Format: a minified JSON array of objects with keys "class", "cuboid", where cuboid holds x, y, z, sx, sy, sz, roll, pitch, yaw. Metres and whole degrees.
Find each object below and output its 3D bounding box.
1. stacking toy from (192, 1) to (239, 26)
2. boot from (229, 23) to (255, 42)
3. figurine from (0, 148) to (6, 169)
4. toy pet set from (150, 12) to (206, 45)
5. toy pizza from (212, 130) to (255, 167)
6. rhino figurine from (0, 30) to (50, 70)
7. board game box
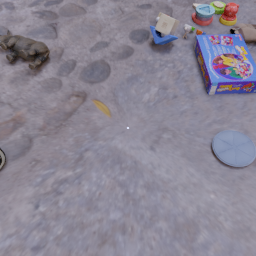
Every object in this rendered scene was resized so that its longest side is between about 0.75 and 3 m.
[{"class":"stacking toy","cuboid":[3.654,-5.139,11.897,1.846,0.780,1.671,-3,54,-3]},{"class":"boot","cuboid":[4.737,-3.538,10.875,1.151,0.553,1.574,-15,49,-9]},{"class":"figurine","cuboid":[-4.886,0.849,7.431,2.285,1.008,2.342,30,59,30]},{"class":"toy pet set","cuboid":[1.764,-3.677,10.945,1.963,1.042,1.833,32,25,18]},{"class":"toy pizza","cuboid":[3.012,0.586,7.983,1.216,0.193,1.216,0,55,0]},{"class":"rhino figurine","cuboid":[-4.021,-2.981,10.280,2.623,0.784,1.147,25,46,20]},{"class":"board game box","cuboid":[3.443,-2.324,9.915,1.711,0.570,2.545,-2,53,-1]}]
